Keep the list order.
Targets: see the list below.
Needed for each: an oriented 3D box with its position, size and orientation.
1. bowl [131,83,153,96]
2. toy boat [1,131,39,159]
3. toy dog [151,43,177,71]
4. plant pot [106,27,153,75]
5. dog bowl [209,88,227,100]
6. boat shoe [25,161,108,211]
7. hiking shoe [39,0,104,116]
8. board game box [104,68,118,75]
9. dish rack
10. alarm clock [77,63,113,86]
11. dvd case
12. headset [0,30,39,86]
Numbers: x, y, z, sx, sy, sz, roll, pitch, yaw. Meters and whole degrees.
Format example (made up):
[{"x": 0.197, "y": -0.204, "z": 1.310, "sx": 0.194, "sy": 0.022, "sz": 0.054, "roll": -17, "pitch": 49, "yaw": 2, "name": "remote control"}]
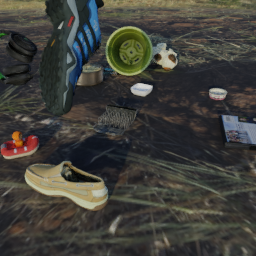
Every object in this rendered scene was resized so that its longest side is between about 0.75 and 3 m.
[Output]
[{"x": 0.616, "y": -1.685, "z": 12.528, "sx": 0.830, "sy": 0.310, "sz": 0.831, "roll": 15, "pitch": 32, "yaw": 25, "name": "bowl"}, {"x": -3.227, "y": 0.423, "z": 8.323, "sx": 1.091, "sy": 0.713, "sz": 0.712, "roll": -12, "pitch": 31, "yaw": -21, "name": "toy boat"}, {"x": 2.027, "y": -3.925, "z": 15.549, "sx": 1.657, "sy": 1.193, "sz": 1.709, "roll": 1, "pitch": 35, "yaw": -45, "name": "toy dog"}, {"x": 0.134, "y": -4.118, "z": 15.219, "sx": 2.388, "sy": 2.388, "sz": 2.267, "roll": 2, "pitch": 13, "yaw": 4, "name": "plant pot"}, {"x": 3.892, "y": -1.464, "z": 12.162, "sx": 0.756, "sy": 0.279, "sz": 0.756, "roll": 1, "pitch": 29, "yaw": 0, "name": "dog bowl"}, {"x": -1.526, "y": 1.164, "z": 6.804, "sx": 2.352, "sy": 0.896, "sz": 0.843, "roll": 11, "pitch": 31, "yaw": 20, "name": "boat shoe"}, {"x": -0.926, "y": -1.431, "z": 5.121, "sx": 1.074, "sy": 2.478, "sz": 0.922, "roll": 5, "pitch": 4, "yaw": -42, "name": "hiking shoe"}, {"x": -1.072, "y": -3.100, "z": 15.222, "sx": 1.107, "sy": 0.156, "sz": 0.748, "roll": 3, "pitch": 29, "yaw": 6, "name": "board game box"}, {"x": -0.464, "y": -0.279, "z": 9.889, "sx": 1.224, "sy": 0.435, "sz": 1.595, "roll": 10, "pitch": 31, "yaw": 19, "name": "dish rack"}, {"x": -1.828, "y": -2.665, "z": 13.745, "sx": 2.523, "sy": 0.840, "sz": 1.702, "roll": -22, "pitch": 35, "yaw": -31, "name": "alarm clock"}, {"x": 4.482, "y": 0.195, "z": 9.230, "sx": 2.726, "sy": 0.239, "sz": 1.945, "roll": 6, "pitch": 31, "yaw": 9, "name": "dvd case"}, {"x": -2.887, "y": -1.842, "z": 7.821, "sx": 2.355, "sy": 1.454, "sz": 1.106, "roll": 22, "pitch": 21, "yaw": 17, "name": "headset"}]
